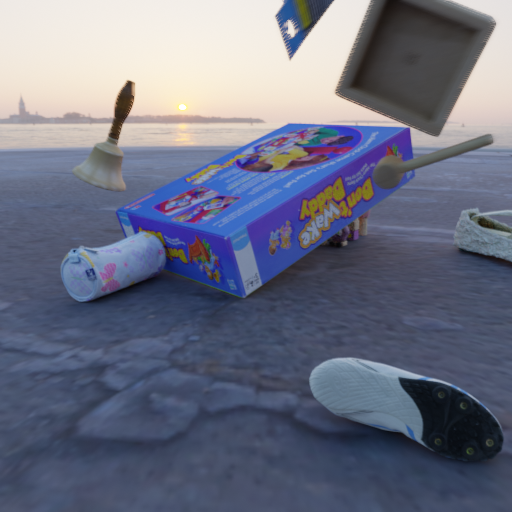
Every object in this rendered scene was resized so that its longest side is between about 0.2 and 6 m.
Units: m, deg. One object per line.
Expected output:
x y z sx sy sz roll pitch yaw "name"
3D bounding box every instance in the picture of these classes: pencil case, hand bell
-2.126 0.132 8.496 0.706 0.771 1.699 -21 0 32 "pencil case"
-2.546 -2.232 10.096 0.990 1.901 0.990 21 16 -6 "hand bell"

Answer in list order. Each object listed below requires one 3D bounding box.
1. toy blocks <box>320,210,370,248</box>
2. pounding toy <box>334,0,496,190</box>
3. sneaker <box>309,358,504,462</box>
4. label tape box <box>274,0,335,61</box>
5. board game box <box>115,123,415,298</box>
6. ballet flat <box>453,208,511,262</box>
1.548 -1.051 12.001 1.496 1.347 1.600 9 17 31 "toy blocks"
2.524 -2.436 8.646 2.417 2.751 1.259 25 31 7 "pounding toy"
1.235 1.232 4.689 1.596 0.573 0.578 15 -2 28 "sneaker"
0.506 -2.797 5.721 0.401 1.266 0.913 37 0 16 "label tape box"
0.261 -1.140 10.154 4.585 1.026 3.083 -33 32 -33 "board game box"
4.687 -0.298 9.918 1.028 1.028 2.864 -9 17 -31 "ballet flat"
